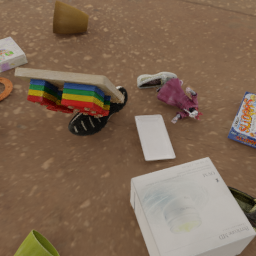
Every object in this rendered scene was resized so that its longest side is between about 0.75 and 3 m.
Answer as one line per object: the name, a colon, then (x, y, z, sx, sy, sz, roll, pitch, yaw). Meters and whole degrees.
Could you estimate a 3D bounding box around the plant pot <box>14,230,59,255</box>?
plant pot: (-2.613, 3.546, 7.470, 1.073, 1.073, 1.146, 36, 72, 28)

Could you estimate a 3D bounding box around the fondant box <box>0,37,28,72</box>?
fondant box: (-6.243, -3.775, 14.267, 1.445, 0.583, 2.003, -28, 53, -23)

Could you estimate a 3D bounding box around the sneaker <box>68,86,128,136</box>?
sneaker: (-1.277, -0.695, 11.318, 1.159, 1.080, 2.923, 15, 46, 43)

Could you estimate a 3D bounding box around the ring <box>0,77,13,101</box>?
ring: (-6.143, -1.686, 12.665, 1.826, 0.175, 1.826, 0, 47, 0)

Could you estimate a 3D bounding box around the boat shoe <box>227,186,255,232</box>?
boat shoe: (3.777, 2.506, 8.460, 2.353, 0.773, 0.841, 26, 53, 22)

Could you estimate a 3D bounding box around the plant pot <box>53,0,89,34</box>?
plant pot: (-3.190, -6.086, 15.771, 1.872, 1.744, 1.744, 6, 47, -12)

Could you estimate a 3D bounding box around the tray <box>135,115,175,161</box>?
tray: (0.973, 0.363, 10.640, 1.134, 0.234, 2.113, -4, 51, -11)

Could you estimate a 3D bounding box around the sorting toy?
sorting toy: (-1.862, -1.043, 9.651, 2.911, 2.894, 1.013, 7, 86, 11)

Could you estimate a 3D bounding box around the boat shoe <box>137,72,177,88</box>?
boat shoe: (1.326, -2.110, 12.748, 1.817, 0.670, 0.583, -2, 54, 4)

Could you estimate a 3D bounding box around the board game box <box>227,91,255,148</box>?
board game box: (5.237, -0.287, 11.153, 1.818, 0.463, 2.686, 21, 50, 18)

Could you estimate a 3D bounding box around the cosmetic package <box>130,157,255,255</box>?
cosmetic package: (1.638, 2.501, 7.954, 2.521, 1.554, 2.529, -14, 51, -12)

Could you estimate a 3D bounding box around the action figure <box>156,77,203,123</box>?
action figure: (2.250, -1.033, 11.724, 2.193, 1.469, 1.633, 46, 18, 20)
